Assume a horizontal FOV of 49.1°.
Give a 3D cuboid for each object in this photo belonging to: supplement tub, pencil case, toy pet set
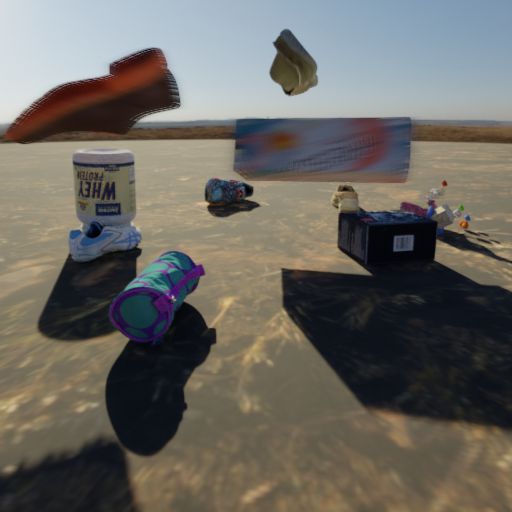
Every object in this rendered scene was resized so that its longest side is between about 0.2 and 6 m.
[{"bbox_3d":[-3.609,-1.518,13.421,1.437,1.983,1.437,1,16,0],"label":"supplement tub"},{"bbox_3d":[-1.377,0.543,8.106,0.900,0.829,1.948,-16,14,10],"label":"pencil case"},{"bbox_3d":[4.627,-1.010,13.932,0.680,1.281,1.196,-28,16,39],"label":"toy pet set"}]

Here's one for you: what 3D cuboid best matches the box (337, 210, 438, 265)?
[{"bbox_3d":[2.691,-0.429,11.693,1.578,0.822,1.437,-4,14,-15],"label":"box"}]

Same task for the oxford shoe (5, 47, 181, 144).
[{"bbox_3d":[-3.278,-2.837,11.267,3.644,1.322,1.297,-18,41,12],"label":"oxford shoe"}]

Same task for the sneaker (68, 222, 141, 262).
[{"bbox_3d":[-3.121,-0.413,11.855,0.732,0.739,2.038,6,15,25],"label":"sneaker"}]

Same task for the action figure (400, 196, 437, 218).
[{"bbox_3d":[4.355,-1.006,14.522,1.321,0.885,0.984,7,-13,21],"label":"action figure"}]

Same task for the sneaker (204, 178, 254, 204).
[{"bbox_3d":[-0.818,-2.102,17.931,0.978,0.812,2.047,12,20,32],"label":"sneaker"}]

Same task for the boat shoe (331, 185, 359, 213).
[{"bbox_3d":[2.758,-1.807,16.988,0.784,0.710,2.200,-1,15,-2],"label":"boat shoe"}]

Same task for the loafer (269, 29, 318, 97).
[{"bbox_3d":[0.825,-4.298,13.017,0.944,1.019,2.710,-38,-11,9],"label":"loafer"}]

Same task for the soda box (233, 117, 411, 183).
[{"bbox_3d":[1.527,-2.408,12.922,3.938,1.252,1.347,2,-3,14],"label":"soda box"}]
